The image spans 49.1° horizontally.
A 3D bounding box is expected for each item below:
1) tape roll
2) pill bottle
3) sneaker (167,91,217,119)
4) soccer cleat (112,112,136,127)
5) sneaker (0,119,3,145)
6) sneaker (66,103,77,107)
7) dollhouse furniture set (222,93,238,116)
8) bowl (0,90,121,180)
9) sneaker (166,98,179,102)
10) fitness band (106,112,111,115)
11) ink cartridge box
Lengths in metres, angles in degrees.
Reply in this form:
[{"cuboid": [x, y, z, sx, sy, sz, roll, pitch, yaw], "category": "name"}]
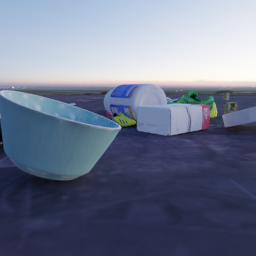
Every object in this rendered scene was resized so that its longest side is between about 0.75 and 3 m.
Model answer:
[{"cuboid": [4.450, -0.504, 9.339, 2.500, 0.457, 2.500, -12, -4, -1], "category": "tape roll"}, {"cuboid": [0.136, -0.997, 11.304, 1.561, 1.561, 2.785, -5, 9, -30], "category": "pill bottle"}, {"cuboid": [2.745, -1.061, 12.839, 1.087, 1.227, 2.936, -9, 12, -44], "category": "sneaker"}, {"cuboid": [-0.189, -0.322, 10.251, 0.398, 0.514, 1.230, -7, 11, -39], "category": "soccer cleat"}, {"cuboid": [-3.289, 0.113, 6.796, 1.013, 0.744, 2.238, -22, 25, -38], "category": "sneaker"}, {"cuboid": [-3.350, -1.143, 15.506, 0.896, 0.627, 1.552, 0, 7, 11], "category": "sneaker"}, {"cuboid": [5.073, -1.089, 13.277, 0.645, 1.160, 1.026, -2, 8, -15], "category": "dollhouse furniture set"}, {"cuboid": [-1.158, 0.153, 4.423, 1.897, 0.992, 1.897, 19, 6, -2], "category": "bowl"}, {"cuboid": [2.667, -1.310, 16.091, 1.299, 0.797, 1.997, 4, 9, 16], "category": "sneaker"}, {"cuboid": [-0.554, -0.806, 14.628, 1.171, 0.219, 0.841, -4, 10, -21], "category": "fitness band"}, {"cuboid": [1.499, -0.337, 9.214, 2.024, 0.838, 1.483, -7, 11, -40], "category": "ink cartridge box"}]
